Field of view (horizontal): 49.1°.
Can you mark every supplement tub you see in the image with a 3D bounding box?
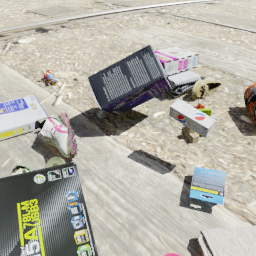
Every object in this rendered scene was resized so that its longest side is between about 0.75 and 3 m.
[{"bbox_3d":[5.910,-0.932,11.883,1.431,1.431,2.336,-2,33,-2],"label":"supplement tub"}]

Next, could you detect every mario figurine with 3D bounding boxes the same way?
[{"bbox_3d":[-4.253,-2.862,15.338,0.638,0.743,1.203,-27,45,-15],"label":"mario figurine"}]

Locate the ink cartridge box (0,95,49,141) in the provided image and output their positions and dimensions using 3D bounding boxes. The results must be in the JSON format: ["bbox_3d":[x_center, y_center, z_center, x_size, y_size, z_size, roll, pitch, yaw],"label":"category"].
[{"bbox_3d":[-4.914,-0.482,12.024,2.469,0.580,2.440,-16,36,-25],"label":"ink cartridge box"}]

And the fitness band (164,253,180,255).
[{"bbox_3d":[1.098,3.421,6.676,0.629,0.164,0.876,1,35,-2],"label":"fitness band"}]

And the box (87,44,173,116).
[{"bbox_3d":[0.144,-1.788,11.290,2.792,1.456,2.066,-26,-11,14],"label":"box"}]

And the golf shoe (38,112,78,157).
[{"bbox_3d":[-2.624,0.360,10.445,1.304,1.028,2.833,-17,28,-14],"label":"golf shoe"}]

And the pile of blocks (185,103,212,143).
[{"bbox_3d":[3.063,-0.359,11.604,1.039,0.787,2.532,11,36,16],"label":"pile of blocks"}]

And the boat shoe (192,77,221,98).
[{"bbox_3d":[3.923,-2.036,14.037,0.683,0.799,2.180,23,40,35],"label":"boat shoe"}]

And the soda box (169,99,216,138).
[{"bbox_3d":[2.057,-0.328,9.035,1.461,0.465,0.498,35,57,26],"label":"soda box"}]

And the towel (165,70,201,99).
[{"bbox_3d":[2.369,-2.491,14.595,1.892,0.978,2.285,-21,38,-30],"label":"towel"}]

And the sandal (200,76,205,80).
[{"bbox_3d":[3.915,-2.805,15.754,0.774,0.166,0.294,10,42,-2],"label":"sandal"}]

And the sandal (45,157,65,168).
[{"bbox_3d":[-2.330,1.700,8.638,0.874,0.628,2.202,-7,45,-10],"label":"sandal"}]

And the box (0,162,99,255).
[{"bbox_3d":[-2.334,2.400,6.992,2.671,0.657,2.766,-9,56,-17],"label":"box"}]

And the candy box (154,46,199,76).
[{"bbox_3d":[2.161,-3.476,14.491,2.572,0.784,1.754,-22,38,-31],"label":"candy box"}]

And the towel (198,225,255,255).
[{"bbox_3d":[3.301,3.211,6.651,2.984,0.514,1.978,-3,35,-5],"label":"towel"}]

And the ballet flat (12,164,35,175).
[{"bbox_3d":[-3.005,1.900,8.231,0.887,0.887,2.390,-17,35,-23],"label":"ballet flat"}]

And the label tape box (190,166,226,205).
[{"bbox_3d":[2.460,1.865,8.675,0.992,0.458,1.384,10,38,15],"label":"label tape box"}]
